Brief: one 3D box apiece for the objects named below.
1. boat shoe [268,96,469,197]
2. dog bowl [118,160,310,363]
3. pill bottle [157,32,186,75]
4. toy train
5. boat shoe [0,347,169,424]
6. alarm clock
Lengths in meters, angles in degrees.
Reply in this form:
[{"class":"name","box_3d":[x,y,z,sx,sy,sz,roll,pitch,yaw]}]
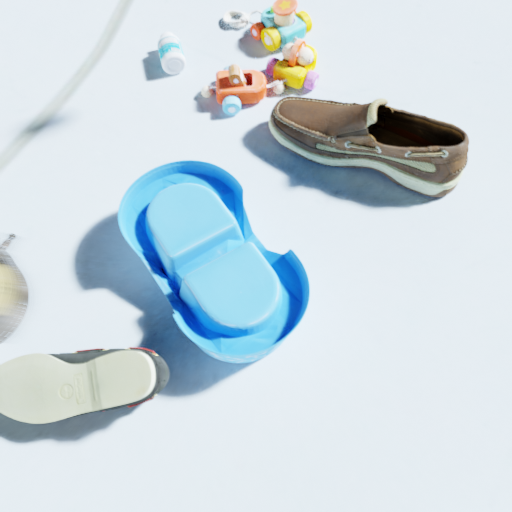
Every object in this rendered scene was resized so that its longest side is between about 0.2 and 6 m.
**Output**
[{"class":"boat shoe","box_3d":[1.830,-2.130,9.186,3.365,1.245,1.243,18,61,10]},{"class":"dog bowl","box_3d":[-0.640,0.082,8.125,1.885,0.838,3.381,-29,64,-16]},{"class":"pill bottle","box_3d":[-1.632,-3.898,10.698,0.458,0.458,0.826,-12,59,-7]},{"class":"toy train","box_3d":[0.100,-3.956,10.530,2.173,0.805,2.894,1,60,0]},{"class":"boat shoe","box_3d":[-2.314,1.664,7.274,2.396,0.751,0.877,-8,77,11]},{"class":"alarm clock","box_3d":[-2.568,0.517,4.944,1.007,0.497,1.493,-6,60,-8]}]
